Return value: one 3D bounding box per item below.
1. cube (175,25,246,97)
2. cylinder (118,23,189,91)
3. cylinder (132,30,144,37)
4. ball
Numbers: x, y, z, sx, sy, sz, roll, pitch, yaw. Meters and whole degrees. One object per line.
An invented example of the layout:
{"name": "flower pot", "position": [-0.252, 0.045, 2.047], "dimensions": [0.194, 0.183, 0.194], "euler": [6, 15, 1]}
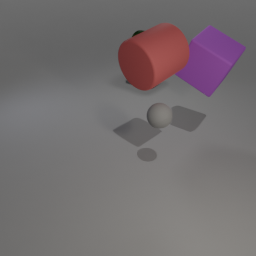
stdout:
{"name": "cube", "position": [2.619, -2.157, 9.016], "dimensions": [1.400, 1.400, 1.400], "euler": [37, 51, 11]}
{"name": "cylinder", "position": [0.689, -1.928, 7.575], "dimensions": [1.400, 1.400, 1.400], "euler": [-35, 44, -29]}
{"name": "cylinder", "position": [1.013, -3.810, 13.183], "dimensions": [1.400, 1.400, 1.400], "euler": [20, 36, 33]}
{"name": "ball", "position": [0.853, -0.332, 7.568], "dimensions": [0.700, 0.700, 0.700], "euler": [0, 31, 0]}
